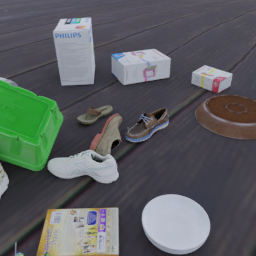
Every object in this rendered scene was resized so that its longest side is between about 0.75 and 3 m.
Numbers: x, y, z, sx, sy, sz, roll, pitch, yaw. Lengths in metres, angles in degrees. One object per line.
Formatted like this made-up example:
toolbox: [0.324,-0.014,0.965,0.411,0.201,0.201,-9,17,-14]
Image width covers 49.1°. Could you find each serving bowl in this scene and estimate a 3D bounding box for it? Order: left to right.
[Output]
serving bowl: [0.945,1.981,5.654,1.336,0.439,1.336,-1,33,0]

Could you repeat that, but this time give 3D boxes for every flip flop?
flip flop: [-1.131,-0.539,9.572,1.484,0.427,0.602,-28,42,-36]

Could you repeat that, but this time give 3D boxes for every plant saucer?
plant saucer: [3.643,-0.524,9.557,2.614,0.450,2.614,-1,32,0]

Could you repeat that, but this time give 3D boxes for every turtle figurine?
turtle figurine: [-1.618,2.365,4.754,0.913,0.657,0.885,-47,65,2]

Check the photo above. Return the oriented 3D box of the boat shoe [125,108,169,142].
boat shoe: [0.594,-0.164,8.786,0.644,0.645,1.784,27,41,35]

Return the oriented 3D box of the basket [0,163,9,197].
basket: [-4.070,1.165,5.662,2.272,1.844,2.293,-1,31,1]

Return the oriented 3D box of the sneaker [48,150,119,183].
sneaker: [-1.155,0.876,7.113,1.851,0.742,0.651,4,35,8]

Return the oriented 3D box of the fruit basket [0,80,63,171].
fruit basket: [-3.320,-0.160,7.671,2.974,2.974,2.145,9,63,13]

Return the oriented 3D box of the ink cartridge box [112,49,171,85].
ink cartridge box: [0.565,-2.789,12.573,2.246,0.951,1.623,-11,34,-19]

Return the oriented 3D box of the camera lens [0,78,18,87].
camera lens: [-4.814,-1.487,10.680,1.031,0.825,0.825,16,36,22]

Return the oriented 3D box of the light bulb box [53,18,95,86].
light bulb box: [-2.242,-3.373,12.210,1.436,2.301,2.281,-4,32,-3]

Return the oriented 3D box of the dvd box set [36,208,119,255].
dvd box set: [-0.944,2.119,5.640,1.532,0.225,1.121,-1,33,-3]

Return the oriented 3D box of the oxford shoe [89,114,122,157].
oxford shoe: [-0.474,0.255,8.268,0.690,0.650,1.845,20,44,9]

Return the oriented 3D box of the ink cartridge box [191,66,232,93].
ink cartridge box: [3.499,-2.070,11.773,0.983,0.565,1.355,-31,44,-33]
